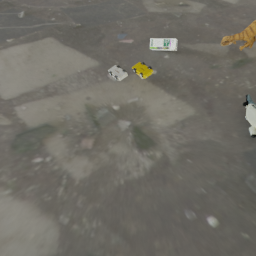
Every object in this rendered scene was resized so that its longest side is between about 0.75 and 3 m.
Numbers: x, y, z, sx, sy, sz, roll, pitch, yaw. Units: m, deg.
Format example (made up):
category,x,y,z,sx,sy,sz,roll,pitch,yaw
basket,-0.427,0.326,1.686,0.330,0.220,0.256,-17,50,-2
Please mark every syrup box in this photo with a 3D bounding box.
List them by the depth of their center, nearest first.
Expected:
category,x,y,z,sx,sy,sz,roll,pitch,yaw
syrup box,1.248,-2.912,9.763,0.913,0.359,0.372,7,8,18

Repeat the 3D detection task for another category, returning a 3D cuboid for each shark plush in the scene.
category,x,y,z,sx,sy,sz,roll,pitch,yaw
shark plush,3.300,-0.271,7.102,0.631,0.689,1.516,7,31,-15

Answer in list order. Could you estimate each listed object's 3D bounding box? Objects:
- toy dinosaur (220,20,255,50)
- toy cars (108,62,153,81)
category,x,y,z,sx,sy,sz,roll,pitch,yaw
toy dinosaur,4.416,-3.413,9.495,2.639,1.402,0.797,-39,48,0
toy cars,0.087,-1.621,8.375,1.536,0.340,0.689,-1,50,26
